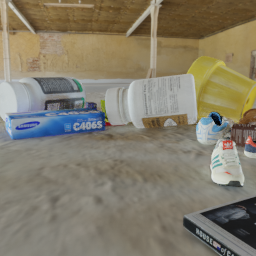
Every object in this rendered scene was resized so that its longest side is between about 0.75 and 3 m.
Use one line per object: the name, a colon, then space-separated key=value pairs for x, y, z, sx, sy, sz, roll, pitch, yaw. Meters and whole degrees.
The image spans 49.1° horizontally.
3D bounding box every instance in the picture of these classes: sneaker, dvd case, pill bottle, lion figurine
sneaker: x=1.566 y=0.512 z=4.505 sx=0.434 sy=0.577 sz=1.234 roll=2 pitch=11 yaw=10
dvd case: x=1.450 y=1.033 z=2.876 sx=1.404 sy=0.174 sz=1.055 roll=-6 pitch=13 yaw=-27
sneaker: x=2.939 y=0.357 z=5.567 sx=1.151 sy=0.486 sz=0.431 roll=2 pitch=11 yaw=7
pill bottle: x=-2.942 y=-0.997 z=9.779 sx=1.557 sy=1.557 sz=2.752 roll=9 pitch=13 yaw=38
lion figurine: x=3.696 y=-0.225 z=8.376 sx=1.674 sy=0.606 sz=1.025 roll=-16 pitch=12 yaw=-43
pill bottle: x=0.711 y=-0.752 z=8.460 sx=2.588 sy=1.480 sz=1.480 roll=-5 pitch=10 yaw=12
sneaker: x=2.360 y=-0.090 z=7.224 sx=0.724 sy=0.730 sz=2.014 roll=13 pitch=16 yaw=32

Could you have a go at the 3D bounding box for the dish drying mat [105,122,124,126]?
dish drying mat: x=-0.596 y=-0.141 z=9.243 sx=0.960 sy=0.087 sz=0.369 roll=-3 pitch=11 yaw=-12

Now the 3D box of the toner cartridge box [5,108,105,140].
toner cartridge box: x=-2.089 y=-0.185 z=8.159 sx=2.607 sy=0.563 sz=1.238 roll=-6 pitch=13 yaw=-30

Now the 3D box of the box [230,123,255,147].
box: x=3.059 y=0.196 z=6.487 sx=1.270 sy=0.476 sz=0.636 roll=7 pitch=12 yaw=23

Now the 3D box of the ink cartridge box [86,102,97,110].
ink cartridge box: x=-1.394 y=-0.684 z=10.710 sx=0.328 sy=0.587 sz=0.860 roll=-4 pitch=12 yaw=-20

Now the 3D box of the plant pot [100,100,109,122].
plant pot: x=-0.495 y=-0.614 z=9.912 sx=0.832 sy=0.755 sz=0.828 roll=-4 pitch=12 yaw=-18

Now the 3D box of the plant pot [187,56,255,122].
plant pot: x=3.298 y=-1.224 z=9.920 sx=2.093 sy=2.224 sz=2.224 roll=25 pitch=23 yaw=32
